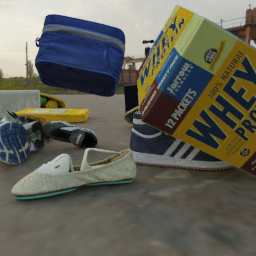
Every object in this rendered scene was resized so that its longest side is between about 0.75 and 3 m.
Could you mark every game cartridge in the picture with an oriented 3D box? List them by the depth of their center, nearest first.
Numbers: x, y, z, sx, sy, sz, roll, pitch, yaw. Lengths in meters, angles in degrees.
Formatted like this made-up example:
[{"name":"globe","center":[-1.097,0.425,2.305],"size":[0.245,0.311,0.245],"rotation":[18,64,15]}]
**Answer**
[{"name":"game cartridge","center":[-3.203,-0.576,12.205],"size":[2.847,0.462,2.510],"rotation":[-2,9,-4]}]

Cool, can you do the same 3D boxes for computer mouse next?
[{"name":"computer mouse","center":[0.795,-2.674,9.809],"size":[0.595,0.847,0.195],"rotation":[-21,5,-33]}]

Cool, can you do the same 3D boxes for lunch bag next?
[{"name":"lunch bag","center":[-1.185,-1.792,6.790],"size":[2.185,1.445,1.484],"rotation":[11,-16,-7]}]

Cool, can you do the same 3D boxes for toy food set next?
[{"name":"toy food set","center":[-4.788,-1.301,16.034],"size":[2.993,0.978,1.761],"rotation":[11,-11,43]}]

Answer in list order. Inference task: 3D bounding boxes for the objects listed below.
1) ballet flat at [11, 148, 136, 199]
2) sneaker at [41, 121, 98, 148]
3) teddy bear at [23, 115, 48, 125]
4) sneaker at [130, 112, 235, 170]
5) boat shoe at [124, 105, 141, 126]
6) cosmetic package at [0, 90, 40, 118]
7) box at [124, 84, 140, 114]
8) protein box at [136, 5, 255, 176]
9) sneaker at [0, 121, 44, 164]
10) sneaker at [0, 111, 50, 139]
[{"name":"ballet flat","center":[-0.729,0.588,4.041],"size":[1.803,0.562,0.608],"rotation":[-4,4,-27]},{"name":"sneaker","center":[-1.303,0.174,6.583],"size":[1.389,0.462,0.629],"rotation":[15,8,-30]},{"name":"teddy bear","center":[-3.389,-0.181,9.924],"size":[1.032,0.475,1.423],"rotation":[5,-1,-20]},{"name":"sneaker","center":[1.047,0.118,5.208],"size":[2.108,1.144,0.739],"rotation":[2,9,12]},{"name":"boat shoe","center":[0.507,-0.306,8.878],"size":[0.867,1.005,2.756],"rotation":[-11,9,-9]},{"name":"cosmetic package","center":[-5.561,-1.204,13.625],"size":[0.907,1.285,2.482],"rotation":[5,9,35]},{"name":"box","center":[1.588,-1.402,13.345],"size":[2.609,1.558,2.653],"rotation":[-1,6,33]},{"name":"protein box","center":[1.506,-0.719,4.691],"size":[2.263,1.527,2.246],"rotation":[25,25,-13]},{"name":"sneaker","center":[-2.451,0.327,5.685],"size":[0.897,0.812,2.107],"rotation":[-10,1,4]},{"name":"sneaker","center":[-2.654,0.123,7.197],"size":[0.603,0.720,1.627],"rotation":[37,4,30]}]
